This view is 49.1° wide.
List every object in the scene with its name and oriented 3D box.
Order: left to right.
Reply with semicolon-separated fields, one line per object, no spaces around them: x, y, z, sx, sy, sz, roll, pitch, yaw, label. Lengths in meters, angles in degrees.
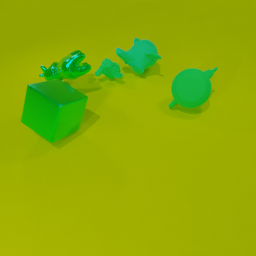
-1.947;-0.493;7.440;1.135;1.135;1.135;31;29;17;cube
-2.082;-1.863;9.107;1.635;0.912;1.661;-30;24;-4;cow figurine
-0.701;-1.983;9.852;0.852;0.714;1.185;-48;35;-6;monkey head
0.353;-2.684;9.960;1.399;1.172;1.945;28;18;-36;monkey head
1.959;-1.227;8.438;1.171;1.883;0.922;51;14;6;teapot
